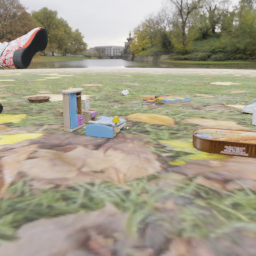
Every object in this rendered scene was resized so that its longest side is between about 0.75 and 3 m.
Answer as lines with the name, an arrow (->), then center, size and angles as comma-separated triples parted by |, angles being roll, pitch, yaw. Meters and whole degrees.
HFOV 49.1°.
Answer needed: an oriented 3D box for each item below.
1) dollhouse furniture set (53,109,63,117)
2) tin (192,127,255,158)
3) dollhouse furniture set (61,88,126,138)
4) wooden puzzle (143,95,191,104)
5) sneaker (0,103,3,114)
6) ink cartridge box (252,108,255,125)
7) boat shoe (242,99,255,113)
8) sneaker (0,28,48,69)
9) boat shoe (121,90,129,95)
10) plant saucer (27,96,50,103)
dollhouse furniture set -> -2.321, -0.791, 10.472 | 0.754, 0.646, 0.793 | -11, 18, -35
tin -> 2.574, 0.329, 6.765 | 2.023, 0.424, 1.133 | 5, 20, 19
dollhouse furniture set -> -0.815, -0.558, 8.499 | 1.846, 1.204, 1.742 | 6, 16, 21
wooden puzzle -> 2.031, -1.428, 13.825 | 2.423, 0.170, 1.437 | -8, 17, -27
sneaker -> -5.527, -0.655, 9.918 | 0.909, 0.668, 2.009 | 17, 24, 41
ink cartridge box -> 4.808, -0.343, 8.927 | 1.331, 0.561, 0.963 | -7, 16, -25
boat shoe -> 5.160, -0.915, 11.060 | 1.643, 0.585, 0.573 | -7, 16, -25
sneaker -> -4.070, -3.071, 10.439 | 1.431, 0.892, 2.671 | 5, 42, 7
boat shoe -> -0.223, -2.006, 15.863 | 0.285, 0.299, 0.831 | -13, 14, 21
plant saucer -> -4.334, -1.386, 13.620 | 1.112, 0.203, 1.112 | -1, 15, 0
